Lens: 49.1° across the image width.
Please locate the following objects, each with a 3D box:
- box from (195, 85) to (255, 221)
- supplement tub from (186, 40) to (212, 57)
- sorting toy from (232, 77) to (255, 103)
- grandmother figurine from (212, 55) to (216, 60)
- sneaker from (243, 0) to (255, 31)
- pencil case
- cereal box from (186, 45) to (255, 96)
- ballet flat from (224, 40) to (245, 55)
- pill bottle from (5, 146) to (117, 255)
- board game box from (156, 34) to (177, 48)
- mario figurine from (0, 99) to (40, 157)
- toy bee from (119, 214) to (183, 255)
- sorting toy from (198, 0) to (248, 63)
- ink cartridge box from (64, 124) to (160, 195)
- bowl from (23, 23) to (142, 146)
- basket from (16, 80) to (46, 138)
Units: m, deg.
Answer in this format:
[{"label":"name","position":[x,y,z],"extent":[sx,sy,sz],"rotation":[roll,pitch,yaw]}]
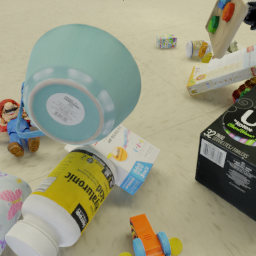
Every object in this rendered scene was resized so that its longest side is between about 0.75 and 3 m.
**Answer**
[{"label":"box","position":[3.232,0.432,6.524],"extent":[2.761,1.716,2.051],"rotation":[-35,50,-26]},{"label":"supplement tub","position":[3.111,-3.495,12.353],"extent":[0.994,0.717,0.717],"rotation":[-3,39,-4]},{"label":"sorting toy","position":[4.103,-0.730,8.630],"extent":[1.653,1.129,2.751],"rotation":[-5,40,-7]},{"label":"grandmother figurine","position":[4.028,-2.874,11.948],"extent":[0.580,0.290,0.956],"rotation":[-29,44,-18]},{"label":"sneaker","position":[3.739,-3.437,8.302],"extent":[1.798,0.999,2.571],"rotation":[-21,16,-11]},{"label":"pencil case","position":[-2.703,1.999,5.279],"extent":[1.007,1.099,2.423],"rotation":[-12,36,19]},{"label":"cereal box","position":[3.381,-2.038,9.894],"extent":[2.407,0.476,1.731],"rotation":[-13,30,33]},{"label":"ballet flat","position":[4.595,-3.322,12.017],"extent":[0.860,0.860,2.477],"rotation":[-11,40,-14]},{"label":"pill bottle","position":[-1.299,1.546,5.734],"extent":[1.293,1.293,2.323],"rotation":[17,43,20]},{"label":"board game box","position":[1.830,-4.130,13.323],"extent":[0.892,0.468,0.459],"rotation":[-5,39,-5]},{"label":"mario figurine","position":[-3.255,-0.197,7.975],"extent":[1.254,1.077,2.032],"rotation":[11,32,-48]},{"label":"toy bee","position":[0.403,2.448,5.055],"extent":[1.235,1.026,1.887],"rotation":[-5,14,7]},{"label":"sorting toy","position":[2.255,-2.481,7.146],"extent":[0.270,2.019,1.505],"rotation":[8,47,-10]},{"label":"ink cartridge box","position":[-0.376,0.532,6.878],"extent":[2.034,0.690,1.171],"rotation":[32,45,3]},{"label":"bowl","position":[-0.950,-0.559,5.131],"extent":[2.298,2.298,1.202],"rotation":[5,39,6]},{"label":"basket","position":[-2.156,-0.777,8.259],"extent":[2.142,1.690,2.429],"rotation":[-8,53,-11]}]
